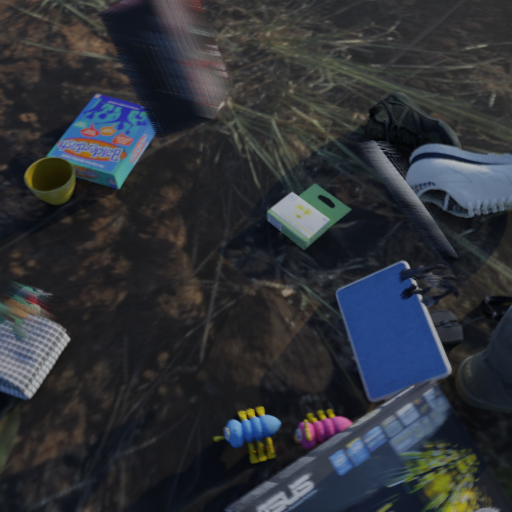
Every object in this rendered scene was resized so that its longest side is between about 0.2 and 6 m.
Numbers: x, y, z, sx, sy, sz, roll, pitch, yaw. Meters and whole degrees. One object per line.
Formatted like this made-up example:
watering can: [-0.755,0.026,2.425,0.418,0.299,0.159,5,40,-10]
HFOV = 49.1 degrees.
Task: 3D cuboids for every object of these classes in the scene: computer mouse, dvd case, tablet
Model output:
computer mouse: [3.831,1.213,10.247,2.959,0.504,0.867,-15,56,-11]
dvd case: [2.487,-0.922,9.170,0.256,1.554,2.067,-37,27,17]
tablet: [2.370,1.311,10.000,1.489,0.156,2.289,-27,55,20]

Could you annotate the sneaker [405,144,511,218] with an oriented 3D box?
sneaker: [4.771,-1.360,11.721,3.244,1.239,1.306,8,65,13]

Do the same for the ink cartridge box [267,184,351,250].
ink cartridge box: [1.132,-0.947,11.816,1.518,0.364,1.104,-40,64,-22]

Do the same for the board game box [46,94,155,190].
board game box: [-3.435,-2.672,12.877,1.712,0.506,2.251,16,57,11]

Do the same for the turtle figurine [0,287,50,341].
turtle figurine: [-3.711,0.890,8.596,1.088,0.548,0.815,-5,95,-36]

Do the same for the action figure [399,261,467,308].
action figure: [2.777,0.434,8.946,1.138,0.581,0.676,1,68,-27]

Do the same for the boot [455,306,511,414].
boot: [4.839,1.443,8.142,3.357,3.692,1.340,0,56,0]

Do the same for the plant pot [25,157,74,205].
plant pot: [-4.316,-1.504,11.963,0.999,0.709,0.999,0,55,0]

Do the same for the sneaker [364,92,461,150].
sneaker: [3.400,-2.717,12.685,1.407,0.939,2.456,-29,58,-16]

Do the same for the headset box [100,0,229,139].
headset box: [-1.567,-3.760,10.494,1.161,2.301,3.096,-16,27,13]

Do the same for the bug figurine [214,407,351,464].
bug figurine: [0.675,3.447,8.585,2.198,0.729,2.835,-15,57,-10]

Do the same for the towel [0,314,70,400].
towel: [-4.355,1.615,9.847,1.634,0.699,1.353,17,57,11]

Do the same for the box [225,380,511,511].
box: [1.770,3.798,7.688,3.499,0.859,2.820,-26,77,-21]

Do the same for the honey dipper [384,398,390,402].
honey dipper: [2.599,2.319,9.709,0.919,0.175,0.175,-31,61,-23]
